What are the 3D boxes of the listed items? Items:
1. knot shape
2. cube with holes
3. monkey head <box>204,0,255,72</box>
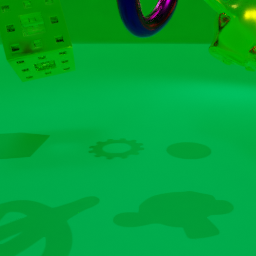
[{"bbox_3d":[0.011,-1.875,3.184,0.824,1.784,1.670,-22,23,24],"label":"knot shape"},{"bbox_3d":[-1.914,-1.894,5.984,1.247,1.247,1.247,-15,-8,-10],"label":"cube with holes"},{"bbox_3d":[1.677,-1.234,3.619,1.604,0.967,1.154,6,22,-13],"label":"monkey head"}]
